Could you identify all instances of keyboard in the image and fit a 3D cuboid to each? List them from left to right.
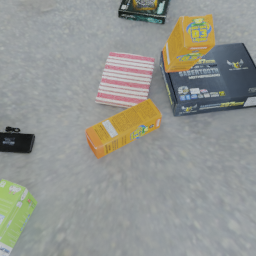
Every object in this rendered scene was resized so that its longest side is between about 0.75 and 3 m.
[{"bbox_3d":[-3.118,0.304,7.443,1.253,0.161,0.753,3,65,1],"label":"keyboard"}]

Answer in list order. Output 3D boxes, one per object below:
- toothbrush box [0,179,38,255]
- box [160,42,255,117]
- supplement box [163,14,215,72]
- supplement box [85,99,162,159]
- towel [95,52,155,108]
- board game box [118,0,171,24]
[{"bbox_3d":[-2.619,1.948,5.904,0.599,1.014,1.392,16,59,10],"label":"toothbrush box"},{"bbox_3d":[2.413,-1.482,8.233,2.643,0.674,2.084,-6,57,-4],"label":"box"},{"bbox_3d":[1.258,-1.777,6.165,0.651,1.957,0.673,-5,86,-3],"label":"supplement box"},{"bbox_3d":[-0.092,0.004,7.326,1.980,0.659,0.681,-29,63,-16],"label":"supplement box"},{"bbox_3d":[-0.042,-1.449,8.478,1.483,0.303,2.027,10,61,6],"label":"towel"},{"bbox_3d":[0.769,-4.978,10.604,1.743,0.363,2.576,11,58,7],"label":"board game box"}]
